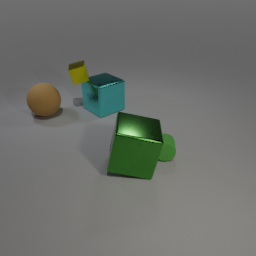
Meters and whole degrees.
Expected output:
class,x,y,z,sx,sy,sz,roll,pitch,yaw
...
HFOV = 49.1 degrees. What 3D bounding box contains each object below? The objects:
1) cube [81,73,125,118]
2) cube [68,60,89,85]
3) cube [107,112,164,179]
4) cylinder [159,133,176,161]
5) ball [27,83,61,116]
class,x,y,z,sx,sy,sz,roll,pitch,yaw
cube,-1.099,-1.506,12.499,1.400,1.400,1.400,-23,37,-34
cube,-2.081,-2.355,11.877,0.700,0.700,0.700,-16,34,-1
cube,0.202,0.521,8.681,1.400,1.400,1.400,11,30,-5
cylinder,1.236,0.641,9.392,0.700,0.700,0.700,2,25,4
ball,-3.560,-1.197,11.880,1.400,1.400,1.400,0,30,0
